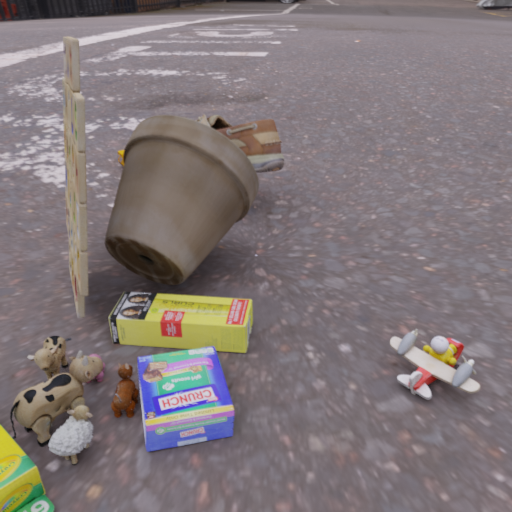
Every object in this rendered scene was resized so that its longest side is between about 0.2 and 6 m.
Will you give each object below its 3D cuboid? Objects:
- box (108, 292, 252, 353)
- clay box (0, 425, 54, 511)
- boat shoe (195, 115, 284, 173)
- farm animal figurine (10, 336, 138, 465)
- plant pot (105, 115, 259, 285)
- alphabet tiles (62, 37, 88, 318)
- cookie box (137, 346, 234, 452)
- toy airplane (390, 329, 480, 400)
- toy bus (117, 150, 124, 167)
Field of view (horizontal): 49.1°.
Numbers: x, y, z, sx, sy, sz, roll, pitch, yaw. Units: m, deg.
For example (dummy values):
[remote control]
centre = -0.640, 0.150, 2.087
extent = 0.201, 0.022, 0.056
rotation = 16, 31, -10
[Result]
[box]
centre = -1.078, 0.966, 8.255
extent = 1.993, 0.499, 0.750
rotation = 4, 30, 7
[clay box]
centre = -3.199, 2.288, 5.894
extent = 2.149, 0.511, 1.235
rotation = 24, 38, 37
[boat shoe]
centre = -0.922, -2.503, 12.428
extent = 3.429, 1.231, 1.298
rotation = 5, 15, 27
[farm animal figurine]
centre = -2.328, 1.552, 6.863
extent = 1.621, 0.845, 1.604
rotation = 15, 33, 24
[plant pot]
centre = -1.413, -0.739, 9.304
extent = 2.392, 2.392, 2.075
rotation = 13, 62, 21
[alphabet tiles]
centre = -2.721, -1.199, 8.324
extent = 0.122, 3.841, 3.196
rotation = -3, 22, -22
[cookie box]
centre = -0.901, 1.727, 6.942
extent = 1.048, 0.460, 1.225
rotation = -6, 31, -14
[toy airplane]
centre = 2.310, 1.378, 7.320
extent = 1.007, 0.710, 1.002
rotation = 3, 30, 4
[toy bus]
centre = -3.015, -2.596, 14.648
extent = 1.130, 0.442, 0.368
rotation = -17, 33, -27
